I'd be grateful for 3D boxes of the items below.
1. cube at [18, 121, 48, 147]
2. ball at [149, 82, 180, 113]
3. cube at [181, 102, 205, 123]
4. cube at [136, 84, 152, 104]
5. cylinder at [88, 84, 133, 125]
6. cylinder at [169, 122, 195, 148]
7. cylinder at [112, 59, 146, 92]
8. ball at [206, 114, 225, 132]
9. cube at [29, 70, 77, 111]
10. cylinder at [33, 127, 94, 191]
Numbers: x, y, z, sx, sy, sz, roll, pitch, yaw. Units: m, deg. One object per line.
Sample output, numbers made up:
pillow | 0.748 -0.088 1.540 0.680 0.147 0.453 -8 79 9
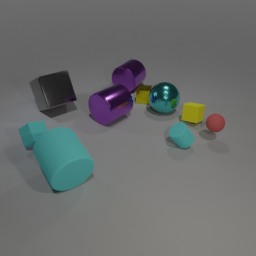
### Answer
cube | -3.406 0.204 10.172 0.700 0.700 0.700 -25 -7 36
ball | 1.623 -1.355 12.530 1.400 1.400 1.400 0 31 0
cube | 2.757 -0.654 11.818 0.700 0.700 0.700 16 19 35
cube | 0.791 -1.653 13.686 0.700 0.700 0.700 6 33 10
cylinder | -0.729 -1.022 11.972 1.400 1.400 1.400 24 39 34
cylinder | 1.967 0.268 10.246 0.700 0.700 0.700 -30 34 23
cylinder | 0.058 -2.762 14.824 1.400 1.400 1.400 15 35 23
ball | 3.265 -0.189 10.460 0.700 0.700 0.700 0 31 0
cube | -3.372 -1.657 12.592 1.400 1.400 1.400 -22 11 -32
cylinder | -1.952 0.923 8.491 1.400 1.400 1.400 -20 52 -29
